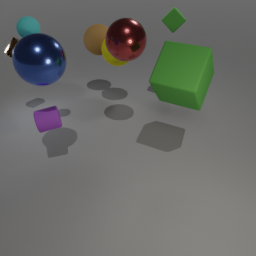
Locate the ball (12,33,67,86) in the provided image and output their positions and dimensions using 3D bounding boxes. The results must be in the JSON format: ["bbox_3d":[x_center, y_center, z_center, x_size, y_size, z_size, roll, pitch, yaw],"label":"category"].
[{"bbox_3d":[-2.384,-1.839,7.595,1.400,1.400,1.400,0,32,0],"label":"ball"}]

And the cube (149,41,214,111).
[{"bbox_3d":[1.650,-1.542,8.378,1.400,1.400,1.400,18,79,24],"label":"cube"}]

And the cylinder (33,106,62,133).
[{"bbox_3d":[-2.488,-0.276,8.731,0.700,0.700,0.700,-16,34,-7],"label":"cylinder"}]

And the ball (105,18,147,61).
[{"bbox_3d":[-0.067,-2.963,9.440,1.400,1.400,1.400,0,32,0],"label":"ball"}]

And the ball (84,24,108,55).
[{"bbox_3d":[-1.368,-4.113,13.070,1.400,1.400,1.400,0,32,0],"label":"ball"}]

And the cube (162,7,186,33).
[{"bbox_3d":[1.899,-4.433,11.512,0.700,0.700,0.700,47,25,-6],"label":"cube"}]

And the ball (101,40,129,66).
[{"bbox_3d":[-0.450,-3.408,12.179,1.400,1.400,1.400,0,32,0],"label":"ball"}]

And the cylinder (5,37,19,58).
[{"bbox_3d":[-4.316,-3.059,10.935,0.700,0.700,0.700,33,9,-6],"label":"cylinder"}]

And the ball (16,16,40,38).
[{"bbox_3d":[-3.060,-3.060,8.612,0.700,0.700,0.700,0,32,0],"label":"ball"}]
